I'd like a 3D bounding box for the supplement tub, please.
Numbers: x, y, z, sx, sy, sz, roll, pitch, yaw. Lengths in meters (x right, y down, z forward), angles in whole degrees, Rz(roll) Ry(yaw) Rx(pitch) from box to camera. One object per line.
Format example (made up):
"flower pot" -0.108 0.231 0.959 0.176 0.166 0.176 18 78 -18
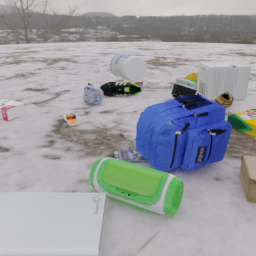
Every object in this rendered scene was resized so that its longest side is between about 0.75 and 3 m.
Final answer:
"supplement tub" -0.035 -3.718 17.100 1.523 1.523 2.308 -11 22 -26

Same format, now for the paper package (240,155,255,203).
"paper package" 3.693 1.346 7.310 1.276 0.693 1.339 5 22 13

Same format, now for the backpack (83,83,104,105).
"backpack" -1.792 -1.682 14.477 1.000 1.050 0.809 12 30 14

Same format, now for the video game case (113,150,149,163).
"video game case" 0.088 0.928 9.139 1.090 0.103 0.779 -2 22 -8

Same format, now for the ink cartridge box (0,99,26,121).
"ink cartridge box" -5.636 -0.851 12.843 1.433 0.604 1.037 11 24 24

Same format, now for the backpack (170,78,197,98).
"backpack" 2.924 -2.007 14.836 1.300 1.133 1.479 14 1 2

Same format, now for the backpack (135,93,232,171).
"backpack" 1.614 0.176 8.417 2.516 2.045 2.111 -9 27 -24

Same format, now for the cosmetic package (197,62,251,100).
"cosmetic package" 5.254 -2.661 15.643 2.234 1.843 1.842 -3 22 -7

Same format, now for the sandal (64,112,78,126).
"sandal" -2.465 -0.466 12.202 0.497 0.372 1.298 -10 24 -24

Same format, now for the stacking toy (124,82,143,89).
"stacking toy" 0.310 -2.503 17.441 1.242 0.525 1.124 -2 -4 -12

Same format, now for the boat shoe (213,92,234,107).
"boat shoe" 4.876 -1.439 13.908 1.739 0.642 0.658 -21 61 -47

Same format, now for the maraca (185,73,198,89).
"maraca" 3.969 -2.914 17.370 1.935 1.035 1.327 5 2 12

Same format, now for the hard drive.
"hard drive" -1.993 2.058 5.953 2.956 0.394 1.950 0 22 0

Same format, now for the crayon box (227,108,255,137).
"crayon box" 5.241 -0.240 11.442 1.771 0.516 1.528 -14 26 -31

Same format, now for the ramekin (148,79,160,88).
"ramekin" 1.682 -2.859 18.073 0.819 0.399 0.819 0 23 0

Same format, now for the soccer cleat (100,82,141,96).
"soccer cleat" -0.414 -2.222 15.886 2.443 0.825 0.990 -6 13 -22

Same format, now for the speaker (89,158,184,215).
"speaker" 0.179 1.383 6.886 2.222 0.983 0.983 12 25 27
